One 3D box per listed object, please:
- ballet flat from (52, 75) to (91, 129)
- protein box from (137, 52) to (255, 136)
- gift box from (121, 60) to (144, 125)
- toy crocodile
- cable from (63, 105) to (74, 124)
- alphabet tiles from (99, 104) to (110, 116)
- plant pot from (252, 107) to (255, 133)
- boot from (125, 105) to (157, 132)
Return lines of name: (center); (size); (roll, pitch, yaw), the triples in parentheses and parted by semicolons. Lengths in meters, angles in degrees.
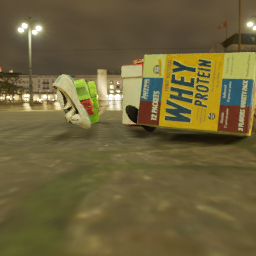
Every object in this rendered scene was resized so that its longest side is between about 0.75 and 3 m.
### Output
ballet flat: (-1.590, -0.582, 7.716); (0.631, 1.872, 0.584); (12, 47, 33)
protein box: (1.516, -0.602, 5.757); (1.983, 1.348, 1.998); (6, 0, 25)
gift box: (1.110, -1.299, 10.152); (2.313, 2.341, 2.507); (2, 5, 22)
toy crocodile: (-1.371, -0.825, 8.918); (0.876, 0.801, 2.595); (-12, -15, -5)
cable: (-2.288, -0.567, 10.719); (0.246, 0.976, 0.474); (-26, -27, 13)
alphabet tiles: (-1.156, -0.642, 11.819); (0.980, 0.037, 1.177); (-45, 12, -1)
plant pot: (3.060, -0.188, 6.709); (0.993, 0.459, 0.993); (36, 20, -15)
boot: (0.381, -0.284, 7.412); (0.956, 0.348, 1.016); (33, 10, 3)
